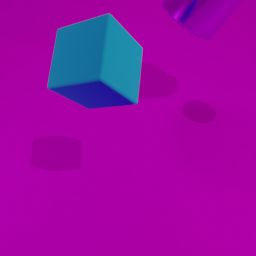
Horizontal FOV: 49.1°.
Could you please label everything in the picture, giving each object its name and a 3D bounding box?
[{"bbox_3d":[1.558,-2.681,5.532,1.316,1.316,1.316,23,39,-20],"label":"cylinder"},{"bbox_3d":[-0.381,-0.771,3.532,0.816,0.816,0.816,-3,74,31],"label":"cube"}]
